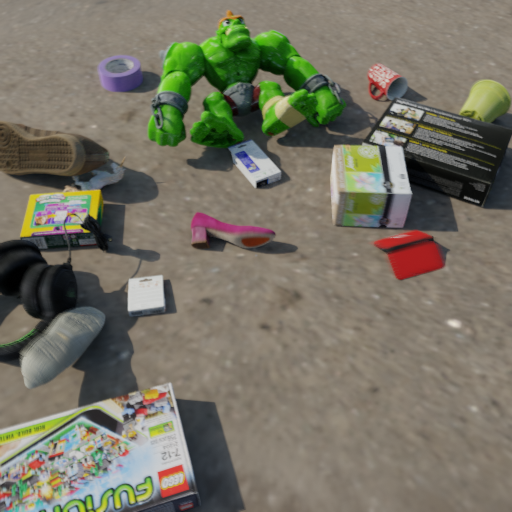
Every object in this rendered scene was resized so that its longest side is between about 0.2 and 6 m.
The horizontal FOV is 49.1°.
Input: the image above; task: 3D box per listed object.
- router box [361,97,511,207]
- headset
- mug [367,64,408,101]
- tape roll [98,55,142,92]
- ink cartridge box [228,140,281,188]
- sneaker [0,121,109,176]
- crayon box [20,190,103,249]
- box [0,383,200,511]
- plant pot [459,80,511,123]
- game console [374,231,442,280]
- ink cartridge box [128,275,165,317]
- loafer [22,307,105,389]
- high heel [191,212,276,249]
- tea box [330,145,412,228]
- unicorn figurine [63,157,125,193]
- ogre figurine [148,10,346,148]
[{"bbox_3d":[4.018,-2.406,12.530,2.840,0.725,2.118,23,52,19],"label":"router box"},{"bbox_3d":[-3.834,0.508,9.971,1.876,1.428,3.038,28,69,22],"label":"headset"},{"bbox_3d":[3.276,-4.513,14.482,0.863,0.648,0.972,-18,48,-18],"label":"mug"},{"bbox_3d":[-3.602,-4.843,14.874,1.093,0.464,1.093,0,48,0],"label":"tape roll"},{"bbox_3d":[-0.054,-2.074,12.563,0.659,0.260,1.326,-22,54,-18],"label":"ink cartridge box"},{"bbox_3d":[-4.673,-2.266,12.369,3.181,1.121,1.202,16,13,28],"label":"sneaker"},{"bbox_3d":[-3.867,-0.738,11.266,1.437,0.419,1.240,-4,47,-4],"label":"crayon box"},{"bbox_3d":[-2.528,3.053,7.816,3.183,0.553,1.752,-14,50,-12],"label":"box"},{"bbox_3d":[5.391,-3.503,13.432,1.032,1.032,0.949,32,67,25],"label":"plant pot"},{"bbox_3d":[2.934,-0.033,10.862,1.002,0.595,0.864,-14,19,-13],"label":"game console"},{"bbox_3d":[-1.992,0.723,10.163,0.647,0.200,0.798,-7,41,-5],"label":"ink cartridge box"},{"bbox_3d":[-3.103,1.428,9.052,0.660,0.658,1.887,30,28,7],"label":"loafer"},{"bbox_3d":[-0.463,-0.596,11.009,1.693,0.571,0.814,-1,59,3],"label":"high heel"},{"bbox_3d":[2.293,-1.436,11.498,1.451,0.985,1.474,1,48,2],"label":"tea box"},{"bbox_3d":[-3.432,-1.661,12.094,0.907,0.488,1.321,28,73,26],"label":"unicorn figurine"},{"bbox_3d":[-0.457,-4.022,13.159,4.551,2.233,2.729,-21,68,1],"label":"ogre figurine"}]
